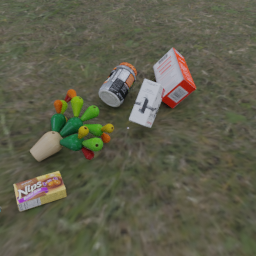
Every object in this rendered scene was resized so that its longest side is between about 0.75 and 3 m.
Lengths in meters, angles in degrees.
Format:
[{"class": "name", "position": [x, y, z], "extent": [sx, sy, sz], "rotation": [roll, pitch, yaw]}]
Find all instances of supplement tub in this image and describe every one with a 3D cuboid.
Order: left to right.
[{"class": "supplement tub", "position": [-0.292, -1.418, 9.028], "extent": [0.831, 0.831, 1.357], "rotation": [19, 60, 20]}]

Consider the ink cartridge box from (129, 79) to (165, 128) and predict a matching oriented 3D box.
[{"class": "ink cartridge box", "position": [0.547, -0.649, 7.797], "extent": [0.503, 1.201, 0.867], "rotation": [23, 3, 16]}]

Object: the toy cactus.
[{"class": "toy cactus", "position": [-1.625, 0.124, 7.541], "extent": [2.070, 1.283, 2.509], "rotation": [-38, 57, -9]}]

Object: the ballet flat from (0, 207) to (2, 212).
[{"class": "ballet flat", "position": [-3.251, 1.678, 5.864], "extent": [1.091, 0.368, 0.347], "rotation": [-1, 31, -26]}]

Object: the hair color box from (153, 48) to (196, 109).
[{"class": "hair color box", "position": [1.519, -1.738, 9.510], "extent": [0.636, 1.054, 2.076], "rotation": [31, 34, -29]}]

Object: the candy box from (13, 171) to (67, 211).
[{"class": "candy box", "position": [-2.062, 1.464, 6.577], "extent": [1.087, 0.307, 0.634], "rotation": [-13, 41, -21]}]
